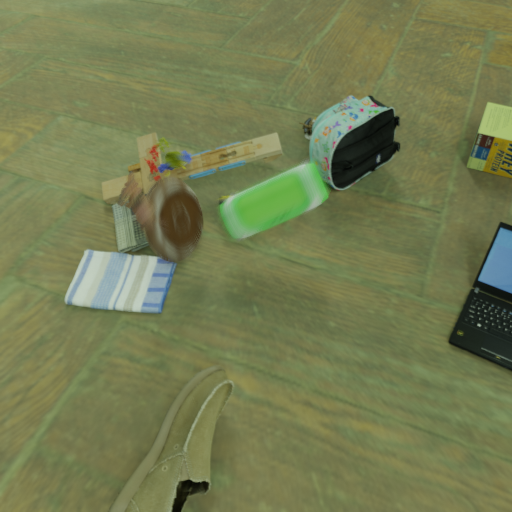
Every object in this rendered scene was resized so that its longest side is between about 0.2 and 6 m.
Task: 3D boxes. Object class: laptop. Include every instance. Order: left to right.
[{"bbox_3d":[4.929,0.850,10.037,2.083,1.214,2.350,23,50,21],"label":"laptop"}]

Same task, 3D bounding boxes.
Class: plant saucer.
[{"bbox_3d":[-1.461,-0.676,10.373,0.253,1.578,1.578,-1,41,33],"label":"plant saucer"}]

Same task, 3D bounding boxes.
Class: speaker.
[{"bbox_3d":[0.335,-1.032,10.657,1.953,0.864,0.864,-23,46,11],"label":"speaker"}]

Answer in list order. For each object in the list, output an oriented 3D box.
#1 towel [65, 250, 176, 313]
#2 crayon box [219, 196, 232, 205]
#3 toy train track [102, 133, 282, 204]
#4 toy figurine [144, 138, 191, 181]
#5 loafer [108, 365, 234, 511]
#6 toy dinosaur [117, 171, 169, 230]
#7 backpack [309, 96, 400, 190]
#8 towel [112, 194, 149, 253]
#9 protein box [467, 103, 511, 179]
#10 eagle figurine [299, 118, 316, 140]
[{"bbox_3d":[-2.661,0.478,11.075,1.944,0.231,1.428,6,47,5],"label":"towel"},{"bbox_3d":[-0.366,-1.211,12.473,0.511,0.205,0.806,14,17,37],"label":"crayon box"},{"bbox_3d":[-1.422,-1.871,12.717,4.132,0.672,2.370,-15,65,6],"label":"toy train track"},{"bbox_3d":[-1.692,-2.093,11.731,0.801,1.337,0.705,-29,90,-32],"label":"toy figurine"},{"bbox_3d":[-1.019,2.964,8.175,0.977,1.101,2.897,21,60,18],"label":"loafer"},{"bbox_3d":[-1.926,-0.801,9.342,0.476,0.751,1.108,-39,98,-11],"label":"toy dinosaur"},{"bbox_3d":[2.129,-2.592,12.957,2.026,1.798,1.525,-39,53,-20],"label":"backpack"},{"bbox_3d":[-2.347,-0.750,11.854,1.373,0.246,1.426,-19,52,1],"label":"towel"},{"bbox_3d":[6.146,-2.770,13.624,1.524,1.028,1.513,18,49,16],"label":"protein box"},{"bbox_3d":[1.486,-3.405,14.726,0.540,0.537,0.712,56,23,-3],"label":"eagle figurine"}]
